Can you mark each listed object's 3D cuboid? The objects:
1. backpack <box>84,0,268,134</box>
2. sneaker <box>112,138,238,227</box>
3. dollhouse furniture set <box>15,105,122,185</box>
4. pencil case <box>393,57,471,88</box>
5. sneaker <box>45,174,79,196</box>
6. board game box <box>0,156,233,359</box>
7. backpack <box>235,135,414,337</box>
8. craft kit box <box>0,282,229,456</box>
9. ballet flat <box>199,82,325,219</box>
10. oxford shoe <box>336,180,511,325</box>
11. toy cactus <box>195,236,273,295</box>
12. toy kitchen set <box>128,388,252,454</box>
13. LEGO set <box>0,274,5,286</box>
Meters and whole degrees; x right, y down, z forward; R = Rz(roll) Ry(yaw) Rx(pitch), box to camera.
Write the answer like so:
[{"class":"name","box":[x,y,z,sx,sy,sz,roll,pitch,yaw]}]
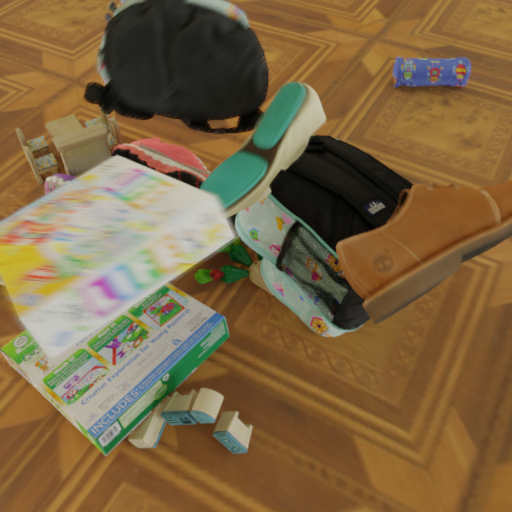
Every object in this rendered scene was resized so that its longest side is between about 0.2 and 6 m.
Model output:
[{"class":"backpack","box":[-1.352,-3.289,9.459,2.777,2.106,3.327,8,15,-19]},{"class":"sneaker","box":[-1.406,-1.678,11.313,3.079,1.135,1.336,29,46,19]},{"class":"dollhouse furniture set","box":[-3.789,-2.408,11.673,1.956,1.483,2.232,-24,54,-19]},{"class":"pencil case","box":[4.361,-4.594,14.015,1.883,0.735,0.818,1,27,2]},{"class":"sneaker","box":[-2.767,-1.041,10.901,2.668,1.073,1.179,18,46,9]},{"class":"board game box","box":[-2.183,-0.282,7.442,2.401,0.611,3.571,-35,31,-18]},{"class":"backpack","box":[1.254,-0.463,9.263,2.768,2.413,3.148,-29,67,-35]},{"class":"craft kit box","box":[-2.210,1.372,8.816,2.550,0.626,2.582,29,55,32]},{"class":"ballet flat","box":[0.114,-1.311,7.951,0.863,0.863,2.484,37,85,27]},{"class":"oxford shoe","box":[2.586,-0.537,7.172,3.544,1.264,1.263,-27,73,-21]},{"class":"toy cactus","box":[-0.134,0.015,10.116,1.599,0.991,1.938,42,52,18]},{"class":"toy kitchen set","box":[-0.934,2.589,8.154,1.335,1.069,0.786,-15,36,36]},{"class":"LEGO set","box":[-5.011,-0.013,10.495,1.766,0.433,1.319,14,50,-3]}]
